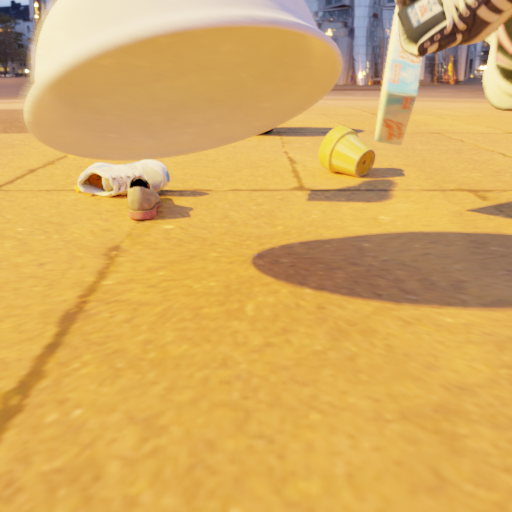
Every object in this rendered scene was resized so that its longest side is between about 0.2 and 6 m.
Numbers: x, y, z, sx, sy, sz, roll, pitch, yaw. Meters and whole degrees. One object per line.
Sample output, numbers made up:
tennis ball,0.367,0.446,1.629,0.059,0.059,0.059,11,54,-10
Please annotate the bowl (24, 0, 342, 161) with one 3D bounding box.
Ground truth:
bowl,-0.964,-2.526,6.726,3.712,1.668,3.712,-14,-6,-1

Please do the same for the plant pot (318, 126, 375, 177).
plant pot,2.438,-2.627,14.615,1.199,1.199,1.128,-17,41,-39

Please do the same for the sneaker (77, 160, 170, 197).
sneaker,-2.914,-1.649,12.403,2.083,0.797,0.841,-1,27,17

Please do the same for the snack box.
snack box,2.624,-3.681,9.838,0.550,2.965,1.723,10,-14,9

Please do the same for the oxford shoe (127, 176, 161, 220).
oxford shoe,-2.258,-1.289,11.284,0.674,0.716,1.914,-4,20,-12

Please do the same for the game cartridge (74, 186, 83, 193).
game cartridge,-3.945,-1.557,13.026,0.476,0.088,0.540,-8,24,-22

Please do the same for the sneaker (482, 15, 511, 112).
sneaker,3.936,-3.514,8.127,1.132,1.216,2.817,2,63,-3

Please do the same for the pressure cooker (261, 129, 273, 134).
pressure cooker,-0.862,-6.541,22.552,3.408,2.998,3.044,6,14,8

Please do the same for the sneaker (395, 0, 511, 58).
sneaker,2.264,-2.863,5.880,1.203,0.777,2.218,-17,-10,-10
